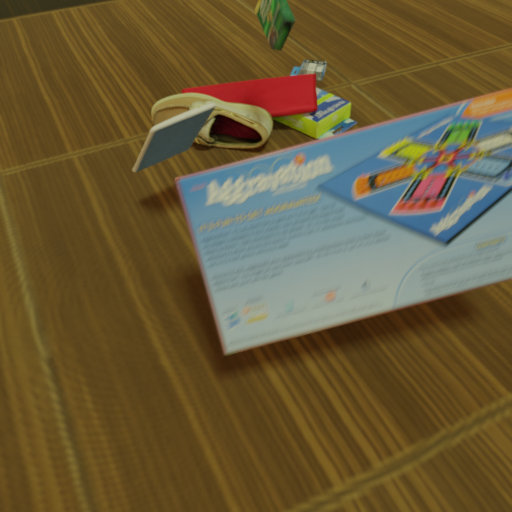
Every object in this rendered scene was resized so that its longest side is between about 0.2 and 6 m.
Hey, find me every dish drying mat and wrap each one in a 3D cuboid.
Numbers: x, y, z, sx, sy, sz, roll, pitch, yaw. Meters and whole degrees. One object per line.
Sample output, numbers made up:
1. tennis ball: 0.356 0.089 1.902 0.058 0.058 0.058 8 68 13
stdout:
1. dish drying mat: -0.197 -3.486 12.624 3.138 0.286 1.205 -4 55 9

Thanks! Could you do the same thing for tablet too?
1. tablet: -1.387 -1.913 9.172 1.167 1.793 0.122 -29 89 -25

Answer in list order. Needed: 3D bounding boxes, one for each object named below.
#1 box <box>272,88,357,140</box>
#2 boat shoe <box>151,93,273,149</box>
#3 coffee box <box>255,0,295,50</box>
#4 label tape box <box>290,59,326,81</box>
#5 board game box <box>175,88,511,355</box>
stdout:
1. box: 1.175 -3.356 12.822 2.024 0.482 1.234 33 54 30
2. boat shoe: -0.987 -2.814 11.907 2.648 0.980 0.879 4 39 4
3. coffee box: 0.309 -4.153 9.662 0.232 0.648 1.053 -4 61 -26
4. label tape box: 1.334 -4.807 14.435 0.846 0.268 0.610 11 46 10
5. board game box: 1.418 -0.424 6.740 4.320 2.224 0.420 -15 10 0
